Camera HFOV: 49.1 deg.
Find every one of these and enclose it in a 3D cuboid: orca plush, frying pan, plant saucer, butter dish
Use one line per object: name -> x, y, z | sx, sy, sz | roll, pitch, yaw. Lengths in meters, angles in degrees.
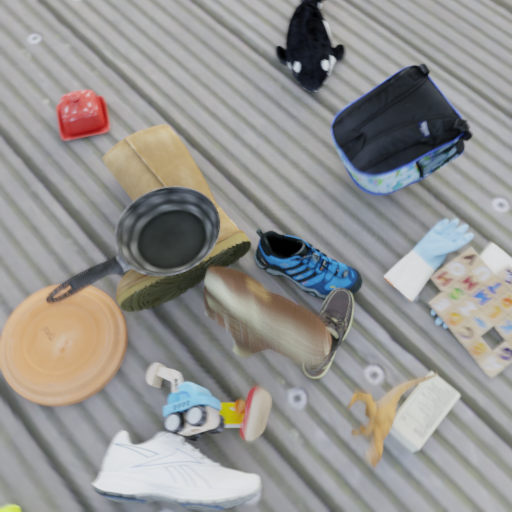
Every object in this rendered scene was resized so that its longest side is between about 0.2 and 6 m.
orca plush -> 1.402, -5.382, 13.080 | 1.640, 1.108, 3.117 | 16, 65, 8
frying pan -> -1.838, 0.047, 9.495 | 1.848, 0.497, 3.055 | 26, 66, 20
plant saucer -> -3.483, 1.523, 10.067 | 2.270, 0.366, 2.270 | 0, 63, 0
butter dish -> -3.839, -3.195, 12.159 | 1.100, 0.815, 1.103 | -13, 64, -7

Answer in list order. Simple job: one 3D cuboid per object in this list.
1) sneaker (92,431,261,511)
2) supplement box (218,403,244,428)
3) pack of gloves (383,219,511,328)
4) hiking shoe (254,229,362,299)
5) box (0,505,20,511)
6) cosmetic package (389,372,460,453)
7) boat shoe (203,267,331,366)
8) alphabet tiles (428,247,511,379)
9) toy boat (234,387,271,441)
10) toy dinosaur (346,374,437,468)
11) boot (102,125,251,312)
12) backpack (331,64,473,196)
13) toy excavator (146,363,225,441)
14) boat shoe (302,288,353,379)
sneaker -> -1.214, 3.369, 8.849 | 2.613, 0.974, 1.138 | 6, 59, 2
supplement box -> -0.541, 2.698, 9.474 | 0.666, 0.363, 0.365 | 0, 64, 0
pack of gloves -> 3.712, 0.356, 10.737 | 1.996, 0.394, 1.677 | -42, 75, -11
hiking shoe -> 0.953, 0.180, 10.412 | 2.136, 0.926, 0.794 | 18, 65, 9
box -> -3.969, 4.877, 8.339 | 1.145, 0.448, 1.878 | -19, 65, -9
cosmetic package -> 2.806, 2.635, 9.465 | 0.640, 0.432, 1.216 | 42, 71, 17
boat shoe -> 0.072, 1.164, 9.106 | 1.081, 1.082, 2.926 | 8, 15, -35
alphabet tiles -> 4.248, 0.909, 10.284 | 1.709, 0.077, 2.045 | -35, 78, -10
toy boat -> -0.115, 2.510, 9.065 | 0.546, 0.546, 0.836 | 20, 102, 28
toy dinosaur -> 2.064, 2.545, 9.196 | 1.038, 0.590, 1.954 | 28, 58, 16
boot -> -2.065, -0.808, 10.884 | 2.880, 1.088, 3.289 | -27, 67, -27
backpack -> 2.765, -2.300, 11.163 | 2.225, 1.635, 2.036 | -29, 65, 8
toy excavator -> -1.224, 2.336, 9.336 | 1.335, 0.686, 1.373 | -22, 53, 22
boat shoe -> 1.310, 1.345, 9.892 | 0.631, 0.559, 1.724 | 19, 77, 8
